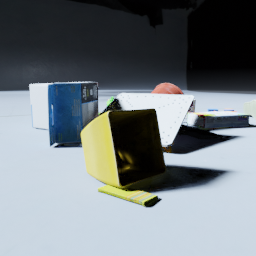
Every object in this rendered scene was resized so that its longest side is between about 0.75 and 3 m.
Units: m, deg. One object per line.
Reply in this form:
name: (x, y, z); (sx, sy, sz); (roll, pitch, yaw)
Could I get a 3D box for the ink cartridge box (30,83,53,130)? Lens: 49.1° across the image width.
ink cartridge box: (-2.860, -1.007, 11.998); (1.056, 1.802, 2.494); (6, 11, 29)

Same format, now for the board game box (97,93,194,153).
board game box: (0.431, -0.303, 9.100); (2.869, 0.371, 2.869); (5, 35, 25)

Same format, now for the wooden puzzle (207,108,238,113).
wooden puzzle: (4.784, -0.717, 14.290); (1.817, 0.454, 1.961); (1, 10, 8)

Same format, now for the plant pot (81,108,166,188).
plant pot: (-0.191, 0.402, 5.700); (1.199, 1.359, 1.359); (-12, -3, 44)

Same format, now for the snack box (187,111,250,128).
snack box: (3.839, -0.384, 12.056); (2.111, 0.559, 1.501); (-3, 10, -14)

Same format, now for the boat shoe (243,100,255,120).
boat shoe: (6.659, -0.972, 14.186); (0.831, 0.984, 2.760); (-3, 7, 6)

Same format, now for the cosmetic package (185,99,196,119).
cosmetic package: (2.903, -1.091, 15.095); (1.145, 0.903, 2.128); (5, 10, 24)

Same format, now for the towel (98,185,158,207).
towel: (-0.016, 1.137, 4.843); (1.026, 0.093, 0.441); (6, 7, 37)

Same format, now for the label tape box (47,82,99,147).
label tape box: (-1.698, -0.549, 9.185); (0.865, 1.874, 2.616); (2, 10, 9)

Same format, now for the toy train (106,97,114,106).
toy train: (-0.775, -0.919, 13.752); (0.593, 0.439, 2.104); (-39, 26, 15)

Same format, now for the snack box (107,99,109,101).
snack box: (0.334, -1.128, 15.364); (2.226, 0.893, 2.640); (-4, 12, -24)

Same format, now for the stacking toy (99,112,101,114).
stacking toy: (-1.731, -0.985, 15.883); (0.928, 0.433, 1.025); (-4, 11, -18)

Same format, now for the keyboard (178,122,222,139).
keyboard: (2.286, -0.025, 10.364); (1.247, 0.475, 2.396); (-4, 10, -21)

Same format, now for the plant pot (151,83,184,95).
plant pot: (1.172, -0.689, 10.817); (1.670, 1.670, 1.624); (8, 29, 39)
